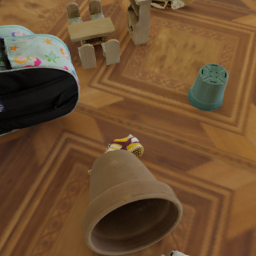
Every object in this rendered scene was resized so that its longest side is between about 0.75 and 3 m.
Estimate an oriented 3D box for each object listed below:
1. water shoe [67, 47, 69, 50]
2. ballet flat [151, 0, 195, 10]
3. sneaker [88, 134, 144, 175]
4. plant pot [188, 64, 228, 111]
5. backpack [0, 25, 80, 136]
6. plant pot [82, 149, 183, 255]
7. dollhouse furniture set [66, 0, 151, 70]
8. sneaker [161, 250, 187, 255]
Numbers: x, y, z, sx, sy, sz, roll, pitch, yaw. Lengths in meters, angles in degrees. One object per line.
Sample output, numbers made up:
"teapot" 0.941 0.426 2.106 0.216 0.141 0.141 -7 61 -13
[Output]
"water shoe" -2.060 -2.085 8.482 0.364 0.330 0.923 -4 55 32
"ballet flat" 1.448 -4.449 9.860 1.788 0.614 0.564 10 86 9
"sneaker" -0.355 0.654 6.642 1.412 0.529 0.636 -25 47 -17
"plant pot" 2.162 -1.114 7.432 0.982 0.962 0.982 0 59 0
"backpack" -2.581 -1.078 6.565 2.752 2.443 2.072 -11 63 -12
"plant pot" -0.069 1.307 5.594 1.845 1.845 1.609 -14 42 -9
"dollhouse furniture set" -0.628 -3.231 8.395 2.363 1.570 2.071 -15 59 -9
"sneaker" 1.073 2.517 5.298 1.137 0.430 0.523 8 22 -31
